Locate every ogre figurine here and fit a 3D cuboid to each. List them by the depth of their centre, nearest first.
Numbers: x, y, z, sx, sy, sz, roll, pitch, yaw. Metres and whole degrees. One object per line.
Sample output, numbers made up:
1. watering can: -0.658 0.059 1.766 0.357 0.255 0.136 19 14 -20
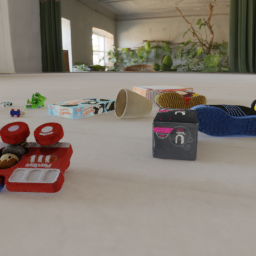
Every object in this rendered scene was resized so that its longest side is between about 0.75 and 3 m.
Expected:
1. ogre figurine: -4.360 -1.285 13.444 0.691 0.566 1.153 11 23 3

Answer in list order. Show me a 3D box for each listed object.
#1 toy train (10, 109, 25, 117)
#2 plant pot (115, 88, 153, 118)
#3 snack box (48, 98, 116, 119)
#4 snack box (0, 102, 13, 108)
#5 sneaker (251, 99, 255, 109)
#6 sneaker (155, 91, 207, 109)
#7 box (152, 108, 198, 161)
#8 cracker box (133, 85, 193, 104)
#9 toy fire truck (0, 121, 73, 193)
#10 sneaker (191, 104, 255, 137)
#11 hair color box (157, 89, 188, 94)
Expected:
1. toy train: -4.332 -0.590 11.349 0.765 0.324 0.443 4 1 16
2. plant pot: 0.288 -0.893 11.093 1.275 1.194 1.194 7 10 -24
3. snack box: -1.908 -0.895 12.093 1.514 0.484 2.607 10 17 35
4. snack box: -6.184 -1.128 13.656 0.537 0.171 0.924 7 16 24
5. sneaker: 5.912 -0.739 10.807 2.373 0.899 1.039 12 24 38
6. sneaker: 2.205 -1.210 12.582 2.547 0.955 1.148 3 12 -24
7. box: 1.243 0.085 7.294 1.081 0.938 1.768 3 15 10
8. cracker box: 1.857 -1.853 15.228 2.764 0.797 1.851 -4 15 -19
9. toy fire truck: -1.954 0.644 5.396 1.721 0.965 1.445 1 33 7
10. sneaker: 3.029 -0.284 8.748 2.654 0.931 1.034 8 19 -7
11. hair color box: 2.220 -1.548 14.115 1.500 0.762 0.459 -4 15 -18
